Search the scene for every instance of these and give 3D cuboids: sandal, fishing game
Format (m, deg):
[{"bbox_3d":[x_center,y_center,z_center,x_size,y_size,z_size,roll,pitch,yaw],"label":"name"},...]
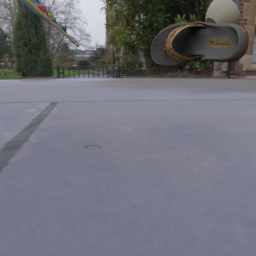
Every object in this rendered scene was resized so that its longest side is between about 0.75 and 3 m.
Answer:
[{"bbox_3d":[1.567,-2.094,7.167,0.789,1.180,2.889,-14,22,-38],"label":"sandal"},{"bbox_3d":[-1.930,-2.796,6.807,1.931,0.419,2.697,39,8,-26],"label":"fishing game"}]

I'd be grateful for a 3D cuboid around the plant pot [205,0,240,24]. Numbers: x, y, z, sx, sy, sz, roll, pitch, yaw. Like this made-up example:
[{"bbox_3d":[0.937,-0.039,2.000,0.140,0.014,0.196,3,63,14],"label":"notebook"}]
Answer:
[{"bbox_3d":[3.137,-3.816,9.686,0.769,1.145,1.145,-42,25,-11],"label":"plant pot"}]
